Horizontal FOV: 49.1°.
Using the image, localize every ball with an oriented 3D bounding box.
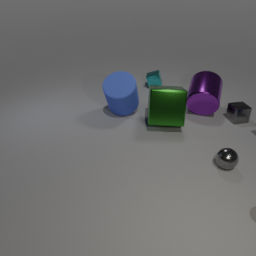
[{"bbox_3d":[3.185,0.983,8.998,0.700,0.700,0.700,0,30,0],"label":"ball"}]

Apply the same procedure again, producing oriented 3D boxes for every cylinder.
[{"bbox_3d":[3.334,-1.516,12.202,1.400,1.400,1.400,10,53,16],"label":"cylinder"},{"bbox_3d":[-0.278,-1.460,12.011,1.400,1.400,1.400,-3,62,6],"label":"cylinder"}]

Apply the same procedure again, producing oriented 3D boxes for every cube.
[{"bbox_3d":[1.530,-0.925,11.260,1.400,1.400,1.400,3,15,2],"label":"cube"},{"bbox_3d":[4.657,-0.642,11.818,0.700,0.700,0.700,-6,31,-11],"label":"cube"},{"bbox_3d":[1.417,-2.619,15.056,0.700,0.700,0.700,-12,26,16],"label":"cube"}]
